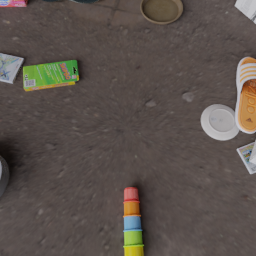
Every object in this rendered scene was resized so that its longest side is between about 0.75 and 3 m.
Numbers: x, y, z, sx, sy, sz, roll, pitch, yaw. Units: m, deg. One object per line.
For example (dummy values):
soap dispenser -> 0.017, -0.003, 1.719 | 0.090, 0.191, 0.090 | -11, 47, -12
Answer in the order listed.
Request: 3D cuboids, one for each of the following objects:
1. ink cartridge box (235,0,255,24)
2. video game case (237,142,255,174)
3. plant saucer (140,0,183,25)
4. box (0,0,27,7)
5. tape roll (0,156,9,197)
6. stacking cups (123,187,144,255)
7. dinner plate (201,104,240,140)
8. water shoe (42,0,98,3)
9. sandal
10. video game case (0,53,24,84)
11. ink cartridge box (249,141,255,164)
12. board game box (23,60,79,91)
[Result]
ink cartridge box -> 5.272, -4.440, 10.075 | 1.590, 0.898, 2.166 | -35, 72, -13
video game case -> 3.827, 0.833, 8.308 | 0.901, 0.107, 0.820 | -20, 68, -7
plant saucer -> 1.248, -4.457, 10.459 | 1.591, 0.234, 1.591 | 0, 68, 0
box -> -4.661, -5.073, 10.393 | 1.645, 0.844, 0.779 | -1, 68, -2
tape roll -> -4.292, 1.371, 7.824 | 1.746, 0.577, 1.746 | 0, 66, 0
stacking cups -> 0.118, 2.507, 7.344 | 0.565, 0.565, 1.867 | -3, 68, -1
dinner plate -> 2.902, -0.215, 8.735 | 1.235, 0.150, 1.235 | -1, 66, 1
water shoe -> -2.175, -5.357, 10.470 | 2.548, 0.911, 1.005 | 2, 65, 0
sandal -> 4.001, -1.162, 8.707 | 1.055, 0.789, 2.754 | 14, 67, -3
video game case -> -4.221, -2.056, 9.507 | 1.097, 0.121, 1.000 | 13, 68, 6
ink cartridge box -> 4.291, 0.651, 7.693 | 1.364, 0.996, 1.001 | 25, 68, 9
board game box -> -2.545, -1.760, 9.319 | 1.792, 0.269, 0.856 | -10, 68, -1
